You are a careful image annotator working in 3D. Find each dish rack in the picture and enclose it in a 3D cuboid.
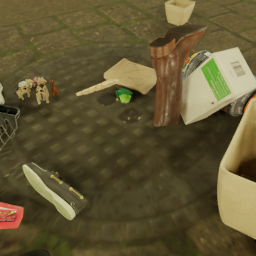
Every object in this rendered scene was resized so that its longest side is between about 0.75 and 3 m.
[{"bbox_3d":[-4.628,0.292,8.470,1.960,0.697,2.556,9,45,10],"label":"dish rack"}]

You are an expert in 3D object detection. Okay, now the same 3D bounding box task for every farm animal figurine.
[{"bbox_3d":[-3.397,-1.519,10.267,1.503,0.756,1.214,17,47,16],"label":"farm animal figurine"}]

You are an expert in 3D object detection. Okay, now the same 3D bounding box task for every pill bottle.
[{"bbox_3d":[3.428,-1.417,9.611,1.535,1.535,2.890,-28,51,-26],"label":"pill bottle"}]

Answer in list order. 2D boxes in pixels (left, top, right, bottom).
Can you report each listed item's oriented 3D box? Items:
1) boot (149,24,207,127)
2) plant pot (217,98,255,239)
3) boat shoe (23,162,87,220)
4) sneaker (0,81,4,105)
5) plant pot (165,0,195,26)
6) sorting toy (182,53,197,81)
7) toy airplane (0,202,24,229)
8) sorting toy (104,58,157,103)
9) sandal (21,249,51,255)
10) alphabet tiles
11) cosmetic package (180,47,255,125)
[{"bbox_3d":[1.530,-1.538,8.406,0.859,2.673,2.492,24,47,40],"label":"boot"},{"bbox_3d":[3.419,1.280,6.267,2.597,2.299,2.594,23,48,21],"label":"plant pot"},{"bbox_3d":[-1.922,1.506,7.239,2.007,0.716,0.604,36,52,22],"label":"boat shoe"},{"bbox_3d":[-4.956,-1.400,10.224,0.706,0.700,1.949,-21,44,-9],"label":"sneaker"},{"bbox_3d":[2.682,-6.080,14.757,1.170,1.037,1.172,29,50,26],"label":"plant pot"},{"bbox_3d":[2.508,-2.746,11.848,1.281,0.310,2.275,21,48,20],"label":"sorting toy"},{"bbox_3d":[-3.909,2.412,6.392,2.877,0.529,2.877,5,45,-5],"label":"toy airplane"},{"bbox_3d":[0.026,-1.807,10.843,1.840,0.366,2.490,26,46,18],"label":"sorting toy"},{"bbox_3d":[-2.537,3.039,5.805,1.859,0.419,0.698,-14,46,-17],"label":"sandal"},{"bbox_3d":[-0.991,-1.318,9.082,1.396,0.102,1.366,-16,4,34],"label":"alphabet tiles"},{"bbox_3d":[2.461,-1.160,8.416,1.021,2.406,1.295,-19,78,-27],"label":"cosmetic package"}]
